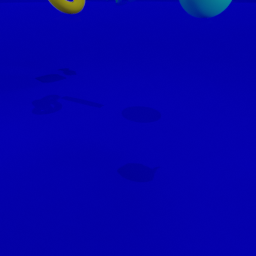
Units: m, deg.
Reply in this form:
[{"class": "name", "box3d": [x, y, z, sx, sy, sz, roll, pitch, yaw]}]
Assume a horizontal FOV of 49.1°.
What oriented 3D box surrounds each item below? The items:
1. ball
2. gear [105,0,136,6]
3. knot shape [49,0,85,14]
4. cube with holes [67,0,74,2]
[{"class": "ball", "box3d": [1.647, -2.946, 5.897, 1.182, 1.182, 1.182, 0, 27, 0]}, {"class": "gear", "box3d": [-0.209, -3.707, 6.510, 1.537, 1.537, 0.284, 15, 37, 27]}, {"class": "knot shape", "box3d": [-1.384, -3.609, 6.450, 0.801, 1.734, 1.623, 3, 29, -2]}, {"class": "cube with holes", "box3d": [-2.121, -4.699, 9.312, 0.832, 0.832, 0.832, -38, 56, -17]}]
